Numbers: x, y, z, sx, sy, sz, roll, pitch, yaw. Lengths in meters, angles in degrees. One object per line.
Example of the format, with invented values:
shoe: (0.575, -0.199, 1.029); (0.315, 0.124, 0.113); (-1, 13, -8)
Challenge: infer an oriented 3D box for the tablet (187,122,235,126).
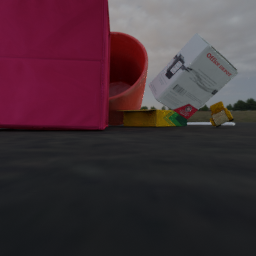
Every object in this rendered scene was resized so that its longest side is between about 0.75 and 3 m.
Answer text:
tablet: (3.593, -0.181, 12.292); (2.026, 0.138, 1.318); (1, 2, 24)

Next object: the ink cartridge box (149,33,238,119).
ink cartridge box: (1.487, -1.145, 6.471); (1.181, 1.627, 0.678); (27, 29, -34)

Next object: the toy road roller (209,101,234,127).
toy road roller: (2.524, -0.407, 7.751); (0.539, 0.641, 0.878); (-27, -12, 22)

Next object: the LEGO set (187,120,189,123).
LEGO set: (2.204, -0.302, 14.105); (1.662, 0.471, 1.080); (15, 10, 27)

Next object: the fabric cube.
fabric cube: (-1.727, -1.246, 6.215); (2.601, 2.609, 2.559); (2, 1, -3)

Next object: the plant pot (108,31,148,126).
plant pot: (-0.583, -1.488, 9.866); (2.807, 2.807, 2.484); (0, -26, 8)

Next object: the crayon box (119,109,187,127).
crayon box: (0.815, -0.317, 9.222); (1.366, 0.547, 2.153); (1, 1, 43)
